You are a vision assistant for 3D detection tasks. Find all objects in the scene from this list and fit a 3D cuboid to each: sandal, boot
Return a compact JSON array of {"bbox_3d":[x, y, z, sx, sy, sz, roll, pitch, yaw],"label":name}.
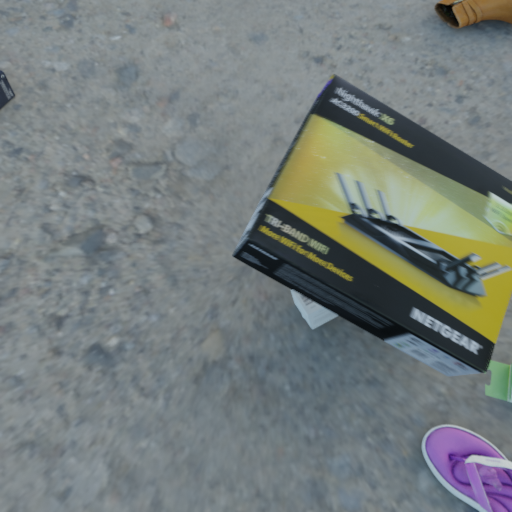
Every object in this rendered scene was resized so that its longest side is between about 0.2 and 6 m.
[{"bbox_3d":[3.401,3.215,7.756,0.954,0.576,2.344,-40,66,-21],"label":"sandal"},{"bbox_3d":[5.369,-5.752,13.131,1.571,0.776,2.024,-29,61,-18],"label":"boot"}]

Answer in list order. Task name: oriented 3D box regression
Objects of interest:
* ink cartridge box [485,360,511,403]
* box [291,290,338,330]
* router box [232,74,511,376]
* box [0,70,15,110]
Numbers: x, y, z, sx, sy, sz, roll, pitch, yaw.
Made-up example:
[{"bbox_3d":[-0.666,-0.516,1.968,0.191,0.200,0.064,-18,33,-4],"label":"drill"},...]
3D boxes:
[{"bbox_3d":[3.982,1.963,8.756,0.874,0.210,0.636,16,60,7],"label":"ink cartridge box"},{"bbox_3d":[1.017,0.745,9.240,0.647,0.423,0.644,-27,48,-7],"label":"box"},{"bbox_3d":[1.943,-0.415,8.031,3.678,0.961,2.892,29,70,-6],"label":"router box"},{"bbox_3d":[-6.012,-3.443,11.757,1.204,0.742,1.194,24,63,14],"label":"box"}]
